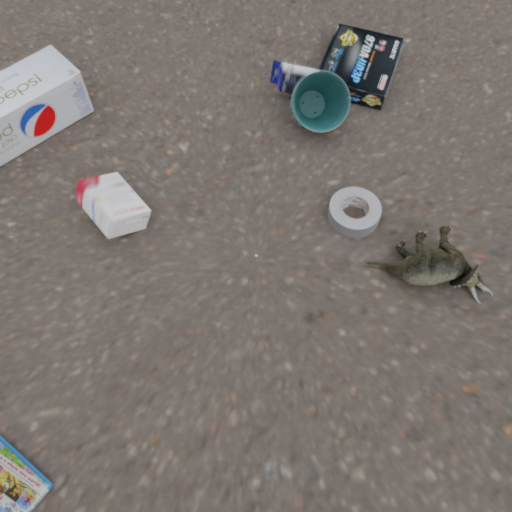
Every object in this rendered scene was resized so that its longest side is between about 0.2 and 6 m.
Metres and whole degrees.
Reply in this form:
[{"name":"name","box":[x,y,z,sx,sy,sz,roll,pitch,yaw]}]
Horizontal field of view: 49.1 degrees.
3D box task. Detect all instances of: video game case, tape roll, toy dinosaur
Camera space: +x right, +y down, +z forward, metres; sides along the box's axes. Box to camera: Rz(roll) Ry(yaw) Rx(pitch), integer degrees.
[{"name":"video game case","box":[-4.119,3.745,8.299,1.284,0.160,1.794,32,65,18]},{"name":"tape roll","box":[1.909,-0.848,10.899,1.013,0.335,1.013,0,60,0]},{"name":"toy dinosaur","box":[3.112,0.133,10.039,2.205,0.849,1.128,2,52,-2]}]

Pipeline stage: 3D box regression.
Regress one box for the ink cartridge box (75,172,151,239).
[{"name":"ink cartridge box","box":[-2.743,-0.978,10.706,0.899,0.522,1.218,-21,59,-41]}]

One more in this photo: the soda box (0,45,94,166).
[{"name":"soda box","box":[-5.300,-2.828,11.592,3.608,1.149,1.229,-38,66,-20]}]

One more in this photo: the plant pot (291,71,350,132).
[{"name":"plant pot","box":[1.274,-3.239,11.855,1.226,0.826,1.226,-2,102,-9]}]

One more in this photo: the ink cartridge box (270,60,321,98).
[{"name":"ink cartridge box","box":[0.950,-3.822,12.253,1.323,0.658,0.259,13,60,2]}]

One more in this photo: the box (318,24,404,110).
[{"name":"box","box":[2.369,-4.372,12.887,1.627,0.471,2.047,18,61,10]}]
